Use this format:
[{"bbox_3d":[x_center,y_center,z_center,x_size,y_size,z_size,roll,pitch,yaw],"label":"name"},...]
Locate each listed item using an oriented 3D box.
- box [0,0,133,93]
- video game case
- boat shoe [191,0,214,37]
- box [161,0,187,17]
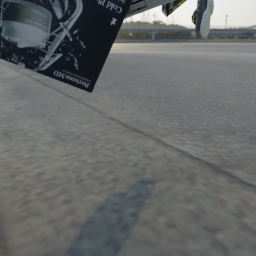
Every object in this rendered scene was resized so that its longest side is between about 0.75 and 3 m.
[{"bbox_3d":[-1.400,-2.378,5.833,2.364,2.324,1.465,19,31,-18],"label":"box"},{"bbox_3d":[0.479,-3.575,6.117,2.107,1.918,0.232,-13,51,19],"label":"video game case"},{"bbox_3d":[2.858,-4.355,10.912,0.669,0.807,2.246,3,58,28],"label":"boat shoe"},{"bbox_3d":[1.475,-3.915,8.145,1.090,0.332,1.352,-42,-4,4],"label":"box"}]
